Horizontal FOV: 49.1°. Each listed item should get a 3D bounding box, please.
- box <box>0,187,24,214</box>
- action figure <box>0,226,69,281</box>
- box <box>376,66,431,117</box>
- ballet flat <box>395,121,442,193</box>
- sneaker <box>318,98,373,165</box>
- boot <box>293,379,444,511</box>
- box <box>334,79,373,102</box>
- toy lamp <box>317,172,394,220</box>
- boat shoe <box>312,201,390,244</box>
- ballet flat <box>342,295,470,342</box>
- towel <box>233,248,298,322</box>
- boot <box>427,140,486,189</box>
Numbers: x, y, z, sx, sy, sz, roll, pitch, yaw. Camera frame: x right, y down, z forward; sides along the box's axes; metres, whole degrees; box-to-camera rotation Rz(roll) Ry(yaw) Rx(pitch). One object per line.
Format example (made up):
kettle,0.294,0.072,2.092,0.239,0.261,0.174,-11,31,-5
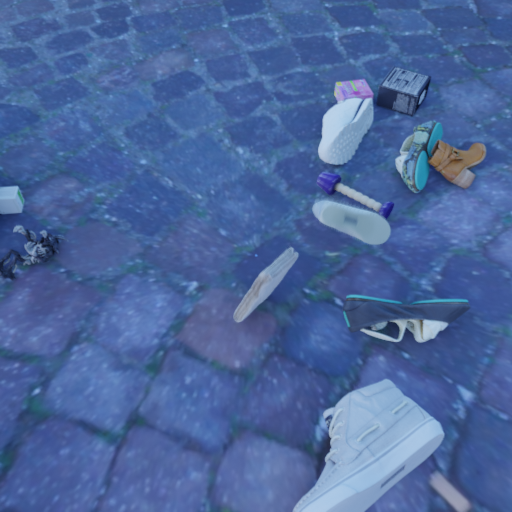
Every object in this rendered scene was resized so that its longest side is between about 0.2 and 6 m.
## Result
box,-5.512,-1.245,12.518,0.472,0.469,0.404,-4,50,-3
action figure,-4.638,-0.146,11.439,1.501,0.766,0.892,-36,48,-24
box,3.947,-4.422,15.018,1.085,0.674,1.093,25,54,19
ballet flat,3.773,-2.320,13.328,0.891,0.891,2.400,21,51,16
sneaker,2.042,-3.098,13.893,1.014,0.962,2.518,16,46,26
boot,1.435,3.059,8.711,2.938,1.080,1.404,-23,47,-28
box,2.633,-4.367,15.153,0.835,0.404,0.734,-9,51,-7
toy lamp,2.177,-1.367,12.550,1.784,0.519,0.519,31,57,22
boat shoe,1.911,-0.734,11.267,1.739,0.607,0.619,18,13,-25
ballet flat,2.781,1.189,10.373,2.408,0.880,0.880,3,50,-6
towel,0.179,0.553,10.295,0.268,1.557,1.032,43,49,10
boot,4.709,-2.377,13.227,1.144,0.565,1.473,33,68,-3
